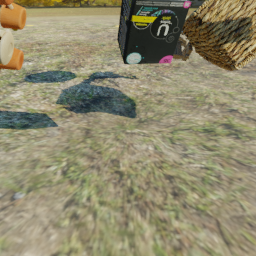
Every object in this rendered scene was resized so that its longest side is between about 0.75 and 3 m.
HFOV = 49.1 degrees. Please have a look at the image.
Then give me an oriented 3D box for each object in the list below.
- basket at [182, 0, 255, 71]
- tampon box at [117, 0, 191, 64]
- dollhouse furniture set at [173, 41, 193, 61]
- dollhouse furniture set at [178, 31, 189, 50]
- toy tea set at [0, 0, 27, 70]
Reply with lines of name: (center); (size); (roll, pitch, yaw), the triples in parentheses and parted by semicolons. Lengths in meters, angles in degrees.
basket: (3.023, -2.933, 7.706); (2.599, 1.936, 1.855); (-41, 5, 2)
tampon box: (0.442, -2.131, 5.686); (1.082, 1.444, 0.912); (-4, 53, -13)
dollhouse furniture set: (1.319, -2.275, 8.395); (1.134, 0.502, 0.588); (7, 64, -13)
dollhouse furniture set: (2.320, -3.532, 11.437); (0.423, 0.956, 0.496); (-33, 59, -25)
toy tea set: (-2.697, -2.205, 5.613); (0.958, 2.588, 1.539); (13, 32, -8)
